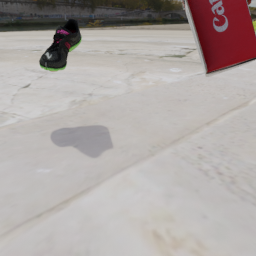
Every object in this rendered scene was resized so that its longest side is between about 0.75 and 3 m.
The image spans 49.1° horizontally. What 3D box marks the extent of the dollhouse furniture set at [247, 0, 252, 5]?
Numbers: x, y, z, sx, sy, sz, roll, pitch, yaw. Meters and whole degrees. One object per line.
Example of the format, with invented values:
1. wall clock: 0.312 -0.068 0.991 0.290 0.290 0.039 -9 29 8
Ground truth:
1. dollhouse furniture set: 2.605 -3.414 6.877 0.579 1.076 0.438 16 -28 -26

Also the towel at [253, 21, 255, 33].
1. towel: 4.063 -2.702 7.491 2.024 0.321 2.819 -45 22 -22

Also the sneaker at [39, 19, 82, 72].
1. sneaker: -2.343 -2.871 9.572 0.962 1.050 2.506 13 52 4

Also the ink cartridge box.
1. ink cartridge box: 1.590 -2.240 5.185 1.000 2.386 2.095 -16 4 17
